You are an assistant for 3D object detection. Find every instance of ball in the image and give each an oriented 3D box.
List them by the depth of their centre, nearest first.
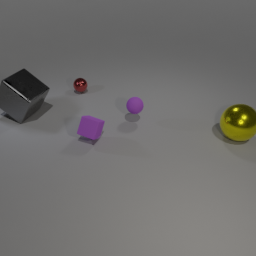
[{"bbox_3d":[4.143,-0.201,10.404,1.400,1.400,1.400,0,33,0],"label":"ball"},{"bbox_3d":[0.282,-0.911,11.322,0.700,0.700,0.700,0,33,0],"label":"ball"},{"bbox_3d":[-2.353,-2.131,13.856,0.700,0.700,0.700,0,33,0],"label":"ball"}]

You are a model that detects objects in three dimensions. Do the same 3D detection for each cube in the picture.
[{"bbox_3d":[-1.369,-0.027,10.397,0.700,0.700,0.700,19,8,11],"label":"cube"},{"bbox_3d":[-4.415,-1.345,11.701,1.400,1.400,1.400,38,38,-4],"label":"cube"}]
